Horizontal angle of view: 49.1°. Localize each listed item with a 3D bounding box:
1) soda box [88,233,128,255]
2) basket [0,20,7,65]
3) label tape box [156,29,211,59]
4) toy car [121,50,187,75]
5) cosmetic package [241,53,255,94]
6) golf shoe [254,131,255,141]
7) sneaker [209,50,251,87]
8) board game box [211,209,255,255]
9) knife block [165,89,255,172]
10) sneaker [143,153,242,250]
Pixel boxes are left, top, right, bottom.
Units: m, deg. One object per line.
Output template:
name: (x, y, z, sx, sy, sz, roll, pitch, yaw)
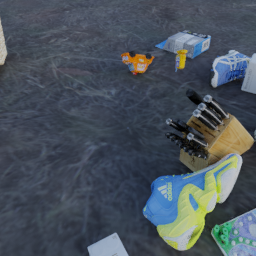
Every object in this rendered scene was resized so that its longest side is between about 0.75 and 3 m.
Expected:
soda box: (-0.063, 2.713, 4.647, 0.601, 0.562, 1.764, -21, 43, -18)
basket: (-6.195, -3.551, 10.793, 2.658, 2.137, 2.634, -13, 27, -14)
label tape box: (2.501, -3.964, 12.837, 2.034, 0.672, 1.457, 30, 48, 30)
toy car: (0.821, -2.393, 10.254, 1.262, 0.856, 2.574, 0, 8, -37)
cosmetic package: (5.250, -1.644, 9.567, 2.298, 1.165, 0.819, 20, 44, 24)
golf shoe: (4.602, -0.433, 7.892, 1.146, 1.423, 2.928, 33, 51, 31)
sneaker: (3.849, -2.240, 10.438, 1.010, 0.992, 2.621, 24, 46, 32)
board game box: (2.969, 2.277, 5.047, 2.109, 0.273, 2.109, -22, 43, -6)
knife block: (2.111, -0.094, 6.641, 2.774, 2.435, 0.888, -25, 46, -27)
sneaker: (1.377, 1.227, 6.130, 1.434, 1.034, 2.729, 28, 48, 31)
